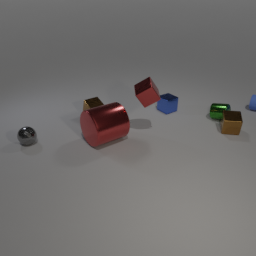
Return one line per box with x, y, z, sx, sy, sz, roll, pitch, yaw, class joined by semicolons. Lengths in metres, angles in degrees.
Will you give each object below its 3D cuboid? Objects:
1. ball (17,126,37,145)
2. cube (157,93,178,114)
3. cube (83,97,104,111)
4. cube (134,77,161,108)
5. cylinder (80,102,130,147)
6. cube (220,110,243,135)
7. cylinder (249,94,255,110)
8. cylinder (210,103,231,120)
-3.784;0.290;10.499;0.700;0.700;0.700;0;29;0;ball
1.846;-1.149;13.102;0.700;0.700;0.700;-19;34;-31;cube
-1.515;-0.847;12.373;0.700;0.700;0.700;-19;53;-31;cube
0.713;-1.325;10.402;0.700;0.700;0.700;-27;38;18;cube
-0.877;-0.151;10.540;1.400;1.400;1.400;-19;34;-31;cylinder
4.147;-0.218;11.269;0.700;0.700;0.700;5;42;9;cube
6.118;-1.159;13.095;0.700;0.700;0.700;17;33;29;cylinder
4.017;-0.721;12.201;0.700;0.700;0.700;8;28;37;cylinder
